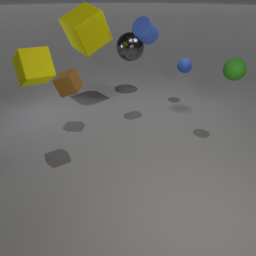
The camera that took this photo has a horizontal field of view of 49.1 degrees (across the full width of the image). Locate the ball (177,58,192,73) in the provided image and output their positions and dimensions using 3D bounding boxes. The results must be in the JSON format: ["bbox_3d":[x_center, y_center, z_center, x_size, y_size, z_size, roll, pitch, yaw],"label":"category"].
[{"bbox_3d":[2.629,-2.893,12.971,0.700,0.700,0.700,0,28,0],"label":"ball"}]

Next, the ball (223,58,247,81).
[{"bbox_3d":[3.320,-1.827,8.719,0.700,0.700,0.700,0,28,0],"label":"ball"}]

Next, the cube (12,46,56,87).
[{"bbox_3d":[-2.188,-1.419,6.499,0.700,0.700,0.700,-17,3,-32],"label":"cube"}]

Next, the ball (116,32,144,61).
[{"bbox_3d":[0.113,-4.054,14.001,1.400,1.400,1.400,0,28,0],"label":"ball"}]

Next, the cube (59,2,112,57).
[{"bbox_3d":[-1.752,-4.122,11.712,1.400,1.400,1.400,-39,51,-13],"label":"cube"}]

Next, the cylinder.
[{"bbox_3d":[0.591,-3.273,9.427,0.700,0.700,0.700,18,1,31],"label":"cylinder"}]

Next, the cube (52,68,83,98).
[{"bbox_3d":[-2.137,-1.612,9.995,0.700,0.700,0.700,-13,32,17],"label":"cube"}]
